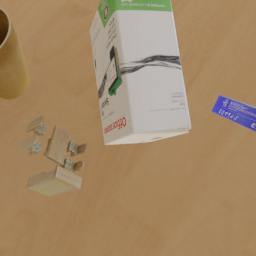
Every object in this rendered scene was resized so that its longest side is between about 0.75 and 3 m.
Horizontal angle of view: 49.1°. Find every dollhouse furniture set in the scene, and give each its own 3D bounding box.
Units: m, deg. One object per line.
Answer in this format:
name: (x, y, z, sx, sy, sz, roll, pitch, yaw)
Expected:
dollhouse furniture set: (-1.276, 0.529, 5.228, 0.837, 1.182, 1.287, -22, 46, 32)

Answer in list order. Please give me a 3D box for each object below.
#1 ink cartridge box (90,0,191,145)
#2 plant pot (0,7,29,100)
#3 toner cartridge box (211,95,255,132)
ink cartridge box: (0.102, -1.101, 5.576, 1.160, 2.009, 2.751, -5, 83, -19)
plant pot: (-3.078, -1.473, 6.406, 1.722, 1.848, 1.722, -3, 63, 6)
toner cartridge box: (2.317, -0.091, 4.829, 0.826, 1.739, 0.375, 17, 102, -26)
